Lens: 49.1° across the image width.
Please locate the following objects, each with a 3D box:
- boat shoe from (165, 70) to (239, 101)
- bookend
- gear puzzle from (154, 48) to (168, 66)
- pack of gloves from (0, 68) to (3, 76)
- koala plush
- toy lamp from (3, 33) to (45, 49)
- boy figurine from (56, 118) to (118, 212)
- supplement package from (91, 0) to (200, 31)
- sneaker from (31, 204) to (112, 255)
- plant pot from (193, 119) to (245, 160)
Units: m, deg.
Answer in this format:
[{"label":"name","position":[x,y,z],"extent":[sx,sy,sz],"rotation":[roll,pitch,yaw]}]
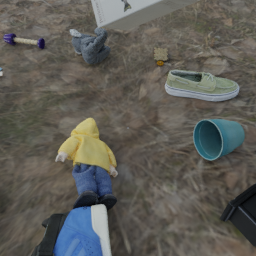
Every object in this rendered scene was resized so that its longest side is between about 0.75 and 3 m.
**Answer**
[{"label":"boat shoe","position":[2.295,-1.337,8.601],"extent":[2.276,0.706,0.819],"rotation":[2,48,2]},{"label":"bookend","position":[3.134,1.888,5.662],"extent":[1.696,0.781,1.685],"rotation":[-26,53,-21]},{"label":"gear puzzle","position":[1.186,-2.547,10.101],"extent":[0.512,0.129,0.988],"rotation":[4,51,1]},{"label":"pack of gloves","position":[-4.664,-1.808,9.452],"extent":[0.837,0.165,0.703],"rotation":[-12,39,-16]},{"label":"koala plush","position":[-1.469,-2.916,9.799],"extent":[1.281,1.136,1.177],"rotation":[30,66,19]},{"label":"toy lamp","position":[-3.926,-3.288,10.544],"extent":[1.540,0.448,0.448],"rotation":[9,49,8]},{"label":"boy figurine","position":[-0.980,0.716,6.580],"extent":[1.541,0.799,2.479],"rotation":[16,38,-32]},{"label":"supplement package","position":[0.394,-3.643,7.235],"extent":[2.490,1.455,1.460],"rotation":[-10,10,35]},{"label":"sneaker","position":[-0.951,2.623,4.844],"extent":[1.456,1.004,2.617],"rotation":[-7,48,-8]},{"label":"plant pot","position":[2.354,0.227,7.086],"extent":[0.957,1.018,1.018],"rotation":[-9,47,-27]}]
